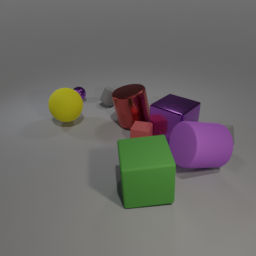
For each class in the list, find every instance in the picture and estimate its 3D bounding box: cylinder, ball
[{"bbox_3d":[0.150,-0.907,11.513,1.400,1.400,1.400,-11,29,6],"label":"cylinder"},{"bbox_3d":[-2.564,-0.952,11.562,1.400,1.400,1.400,0,30,0],"label":"ball"},{"bbox_3d":[-2.407,-1.684,13.731,0.700,0.700,0.700,0,30,0],"label":"ball"},{"bbox_3d":[-0.889,-1.511,13.287,0.700,0.700,0.700,25,18,-9],"label":"cylinder"},{"bbox_3d":[2.226,0.520,8.648,1.400,1.400,1.400,3,26,-27],"label":"cylinder"}]

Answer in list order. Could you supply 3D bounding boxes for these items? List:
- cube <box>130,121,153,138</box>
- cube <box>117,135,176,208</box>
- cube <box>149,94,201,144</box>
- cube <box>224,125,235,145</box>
[{"bbox_3d":[0.511,0.226,10.493,0.700,0.700,0.700,8,31,14],"label":"cube"},{"bbox_3d":[0.483,1.197,7.872,1.400,1.400,1.400,-6,32,-3],"label":"cube"},{"bbox_3d":[1.769,-0.316,10.734,1.400,1.400,1.400,22,36,34],"label":"cube"},{"bbox_3d":[3.246,0.305,9.885,0.700,0.700,0.700,-18,15,-36],"label":"cube"}]
